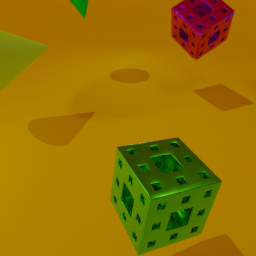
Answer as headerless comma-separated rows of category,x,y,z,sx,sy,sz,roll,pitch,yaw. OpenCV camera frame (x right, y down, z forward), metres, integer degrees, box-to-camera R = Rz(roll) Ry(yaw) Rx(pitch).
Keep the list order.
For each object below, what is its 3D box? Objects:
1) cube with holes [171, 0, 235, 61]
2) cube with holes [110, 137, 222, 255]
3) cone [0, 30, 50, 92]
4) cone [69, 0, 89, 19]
cube with holes,2.016,-2.881,7.811,1.151,1.151,1.151,-34,68,-5
cube with holes,0.369,0.734,3.235,0.842,0.842,0.842,-7,35,-24
cone,-2.666,-1.820,6.787,1.672,1.666,1.666,-24,42,-34
cone,-1.522,-4.100,8.617,1.451,1.456,1.451,-12,19,4
